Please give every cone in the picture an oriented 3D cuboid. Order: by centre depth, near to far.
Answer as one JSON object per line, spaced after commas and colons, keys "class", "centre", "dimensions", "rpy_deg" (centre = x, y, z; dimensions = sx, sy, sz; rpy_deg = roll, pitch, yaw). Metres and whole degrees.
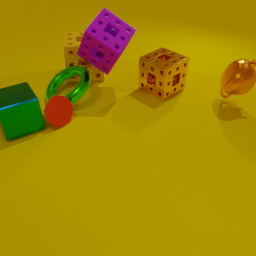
{"class": "cone", "centre": [-2.344, -0.529, 8.593], "dimensions": [0.946, 0.942, 0.942], "rpy_deg": [5, 33, 45]}

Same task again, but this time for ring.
{"class": "ring", "centre": [-1.996, -1.399, 9.293], "dimensions": [1.708, 0.342, 1.708], "rpy_deg": [-15, 50, 19]}

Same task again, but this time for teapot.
{"class": "teapot", "centre": [3.568, -1.566, 8.768], "dimensions": [0.922, 1.882, 1.170], "rpy_deg": [24, 48, -13]}

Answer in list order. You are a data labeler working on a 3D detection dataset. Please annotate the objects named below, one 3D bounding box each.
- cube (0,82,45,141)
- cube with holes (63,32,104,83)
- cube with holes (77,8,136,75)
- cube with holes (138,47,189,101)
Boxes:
{"class": "cube", "centre": [-3.183, -0.496, 8.087], "dimensions": [1.106, 1.106, 1.106], "rpy_deg": [-21, 44, -24]}
{"class": "cube with holes", "centre": [-1.654, -2.669, 10.459], "dimensions": [1.378, 1.378, 1.378], "rpy_deg": [-5, 39, -10]}
{"class": "cube with holes", "centre": [-0.703, -2.722, 8.909], "dimensions": [1.199, 1.199, 1.199], "rpy_deg": [33, 61, -8]}
{"class": "cube with holes", "centre": [1.212, -1.896, 9.721], "dimensions": [1.195, 1.195, 1.195], "rpy_deg": [-31, 49, -32]}
